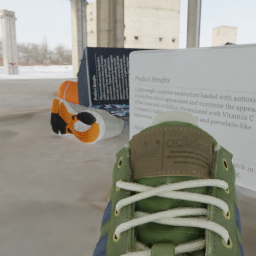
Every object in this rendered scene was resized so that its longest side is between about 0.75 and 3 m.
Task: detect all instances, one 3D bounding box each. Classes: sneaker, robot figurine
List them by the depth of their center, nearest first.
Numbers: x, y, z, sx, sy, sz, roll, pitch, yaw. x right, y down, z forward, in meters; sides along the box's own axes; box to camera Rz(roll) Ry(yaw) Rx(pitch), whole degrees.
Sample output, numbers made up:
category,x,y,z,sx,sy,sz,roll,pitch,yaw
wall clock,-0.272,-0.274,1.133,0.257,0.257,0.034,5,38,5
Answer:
category,x,y,z,sx,sy,sz,roll,pitch,yaw
sneaker,0.158,0.607,1.615,0.959,1.284,2.861,3,12,12
sneaker,-1.032,-0.159,6.711,1.044,0.859,2.270,-1,17,-43
robot figurine,-2.016,-1.324,11.023,1.666,1.198,0.972,16,8,10

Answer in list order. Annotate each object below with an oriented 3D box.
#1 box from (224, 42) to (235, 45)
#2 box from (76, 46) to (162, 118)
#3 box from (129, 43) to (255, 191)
category,x,y,z,sx,sy,sz,roll,pitch,yaw
box,2.583,-1.731,6.515,0.834,0.205,0.672,14,-1,1
box,0.086,-1.206,8.119,2.872,1.538,2.132,-3,-7,-16
box,1.959,-0.436,5.014,2.892,1.890,2.877,-10,15,-38
